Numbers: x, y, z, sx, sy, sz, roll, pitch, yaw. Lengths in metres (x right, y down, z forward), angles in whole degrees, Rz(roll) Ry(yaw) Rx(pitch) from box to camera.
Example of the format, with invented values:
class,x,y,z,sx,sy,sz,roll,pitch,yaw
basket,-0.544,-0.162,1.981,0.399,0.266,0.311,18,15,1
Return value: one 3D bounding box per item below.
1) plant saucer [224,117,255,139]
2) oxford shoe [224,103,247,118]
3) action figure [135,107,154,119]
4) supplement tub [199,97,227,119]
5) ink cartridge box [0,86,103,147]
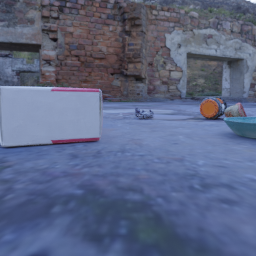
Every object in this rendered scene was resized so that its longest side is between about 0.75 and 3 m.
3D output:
class,x,y,z,sx,sy,sz,roll,pitch,yaw
plant saucer,3.145,-0.003,6.103,2.032,0.365,2.032,1,6,0
oxford shoe,3.938,-0.507,10.314,0.695,0.666,1.882,-22,-3,19
action figure,0.599,-0.551,11.062,0.752,0.401,1.156,5,8,-14
supplement tub,3.335,-0.789,11.012,0.860,0.860,1.403,4,7,30
ink cartridge box,-1.841,-0.337,6.002,1.829,1.033,2.496,-3,7,-27
